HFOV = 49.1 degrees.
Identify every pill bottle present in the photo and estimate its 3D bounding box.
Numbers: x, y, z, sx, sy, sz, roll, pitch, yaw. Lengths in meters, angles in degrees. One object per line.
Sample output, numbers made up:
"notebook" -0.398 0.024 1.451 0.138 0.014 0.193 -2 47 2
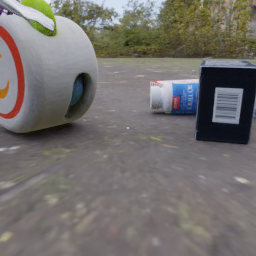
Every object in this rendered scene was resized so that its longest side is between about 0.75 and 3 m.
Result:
"pill bottle" 1.544 -0.909 8.510 1.704 0.956 0.956 -1 16 2

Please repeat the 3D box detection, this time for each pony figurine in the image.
"pony figurine" -2.155 -2.049 3.588 2.408 2.494 2.077 25 44 -34

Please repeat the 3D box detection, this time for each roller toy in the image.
"roller toy" -2.188 -1.356 6.893 2.978 2.717 2.081 -10 5 42

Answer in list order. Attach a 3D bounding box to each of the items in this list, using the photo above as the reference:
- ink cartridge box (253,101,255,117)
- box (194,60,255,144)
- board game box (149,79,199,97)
"ink cartridge box" 4.275 -0.261 7.106 1.047 0.492 2.227 -1 16 -7
"box" 2.295 -0.764 6.786 1.173 1.626 2.191 5 17 15
"board game box" 2.539 -1.373 10.539 2.841 0.658 2.152 -7 18 -22
